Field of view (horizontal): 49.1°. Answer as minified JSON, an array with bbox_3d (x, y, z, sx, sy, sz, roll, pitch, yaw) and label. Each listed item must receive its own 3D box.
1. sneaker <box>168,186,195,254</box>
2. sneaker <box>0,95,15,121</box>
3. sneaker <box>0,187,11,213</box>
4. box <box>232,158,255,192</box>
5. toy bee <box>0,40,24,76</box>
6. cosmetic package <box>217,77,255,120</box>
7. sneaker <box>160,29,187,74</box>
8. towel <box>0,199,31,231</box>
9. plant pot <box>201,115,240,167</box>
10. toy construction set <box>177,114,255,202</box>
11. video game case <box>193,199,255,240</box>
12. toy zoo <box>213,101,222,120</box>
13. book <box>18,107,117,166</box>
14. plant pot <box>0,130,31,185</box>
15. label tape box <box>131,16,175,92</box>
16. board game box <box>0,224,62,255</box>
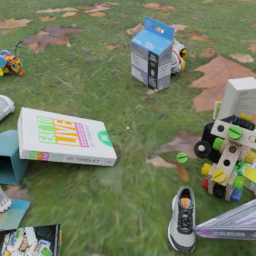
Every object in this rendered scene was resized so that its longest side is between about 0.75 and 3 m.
[{"bbox_3d":[1.134,1.844,5.784,0.544,0.584,1.473,6,40,5],"label":"sneaker"},{"bbox_3d":[-4.761,-0.609,8.685,2.126,0.798,1.228,9,42,9],"label":"sneaker"},{"bbox_3d":[-3.140,1.254,6.211,1.341,0.774,0.503,22,44,27],"label":"sneaker"},{"bbox_3d":[3.259,1.228,6.745,0.834,0.344,1.421,-29,46,-32],"label":"box"},{"bbox_3d":[-4.667,-2.427,10.904,2.051,1.115,1.342,-5,38,35],"label":"toy bee"},{"bbox_3d":[3.164,-0.631,8.065,0.804,1.552,0.567,-6,41,-10],"label":"cosmetic package"},{"bbox_3d":[1.784,-3.152,11.725,1.202,1.139,2.926,6,48,0],"label":"sneaker"},{"bbox_3d":[-2.770,1.873,6.124,1.085,0.118,0.796,5,38,9],"label":"towel"},{"bbox_3d":[2.565,0.404,7.265,1.001,0.998,0.888,-16,45,-19],"label":"plant pot"},{"bbox_3d":[2.338,0.798,5.777,1.931,1.779,2.316,-41,66,7],"label":"toy construction set"},{"bbox_3d":[2.334,1.415,4.632,1.717,2.403,0.228,-16,77,-19],"label":"video game case"},{"bbox_3d":[3.132,-0.550,8.723,0.898,0.589,0.092,-1,27,0],"label":"toy zoo"},{"bbox_3d":[-1.571,0.295,7.209,2.293,0.551,1.532,9,33,-29],"label":"book"},{"bbox_3d":[-2.991,0.638,7.087,0.900,0.899,1.273,5,32,6],"label":"plant pot"},{"bbox_3d":[0.813,-2.630,10.029,0.696,2.198,1.585,-26,46,-26],"label":"label tape box"},{"bbox_3d":[-1.896,2.941,4.650,1.431,0.320,2.731,-2,39,-6],"label":"board game box"}]
